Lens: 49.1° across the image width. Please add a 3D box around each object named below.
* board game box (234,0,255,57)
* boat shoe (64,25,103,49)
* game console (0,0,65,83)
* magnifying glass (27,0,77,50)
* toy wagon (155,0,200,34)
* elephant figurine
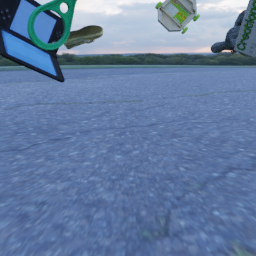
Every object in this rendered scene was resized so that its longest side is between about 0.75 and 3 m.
[{"bbox_3d":[1.786,-1.875,3.113,0.324,1.874,1.183,30,64,22],"label":"board game box"},{"bbox_3d":[-1.678,-3.382,10.565,1.781,0.560,0.649,-8,52,20],"label":"boat shoe"},{"bbox_3d":[-2.305,-2.332,7.124,1.120,1.693,1.925,25,3,39],"label":"game console"},{"bbox_3d":[-1.346,-2.682,6.088,0.878,2.207,0.247,38,-3,-40],"label":"magnifying glass"},{"bbox_3d":[1.746,-3.920,9.132,1.281,1.650,0.327,44,0,0],"label":"toy wagon"},{"bbox_3d":[2.913,-2.173,6.732,1.736,1.347,1.228,8,42,15],"label":"elephant figurine"}]
